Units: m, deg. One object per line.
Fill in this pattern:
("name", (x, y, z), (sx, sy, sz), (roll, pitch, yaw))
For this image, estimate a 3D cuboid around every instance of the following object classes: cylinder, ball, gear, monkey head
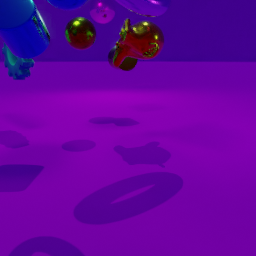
("cylinder", (-2.174, -2.049, 5.724), (0.907, 0.907, 0.907), (1, -22, 5))
("ball", (-0.943, -4.375, 10.344), (0.988, 0.988, 0.988), (0, 15, 0))
("gear", (-3.131, -2.208, 7.932), (0.303, 1.640, 1.640), (-9, 17, -41))
("cylinder", (-0.188, -2.409, 9.691), (0.807, 0.807, 0.807), (-7, 18, -24))
("ball", (-1.265, -2.517, 7.478), (0.840, 0.840, 0.840), (0, 15, 0))
("monkey head", (0.257, -1.988, 6.898), (1.104, 1.318, 1.832), (22, 23, -8))

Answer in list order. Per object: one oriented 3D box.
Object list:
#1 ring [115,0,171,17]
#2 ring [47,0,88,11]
("ring", (-0.001, -2.976, 5.358), (2.058, 2.058, 0.412), (-16, -19, -46))
("ring", (-0.888, -2.196, 3.636), (1.255, 1.255, 0.251), (12, 34, 38))
